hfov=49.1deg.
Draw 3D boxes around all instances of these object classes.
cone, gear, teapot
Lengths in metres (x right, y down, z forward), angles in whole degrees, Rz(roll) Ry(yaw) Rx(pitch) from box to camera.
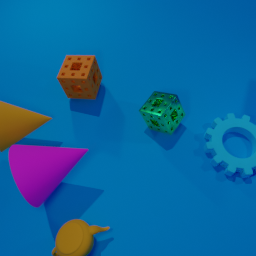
[{"bbox_3d":[-2.881,-0.171,7.853,1.474,1.469,1.469,-9,63,-19],"label":"cone"},{"bbox_3d":[3.293,0.500,8.421,1.954,0.361,1.954,0,63,0],"label":"gear"},{"bbox_3d":[-1.753,0.860,6.956,1.653,1.647,1.647,-23,65,-4],"label":"cone"},{"bbox_3d":[-1.223,2.789,6.966,1.571,0.769,0.977,-30,50,3],"label":"teapot"}]

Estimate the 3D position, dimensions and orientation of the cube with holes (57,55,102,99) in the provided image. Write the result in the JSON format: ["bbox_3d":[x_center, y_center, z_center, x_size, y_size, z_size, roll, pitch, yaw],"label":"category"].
[{"bbox_3d":[-1.508,-1.621,8.975,0.979,0.979,0.979,4,58,14],"label":"cube with holes"}]

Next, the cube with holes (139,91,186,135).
[{"bbox_3d":[1.042,-0.461,8.441,0.865,0.865,0.865,17,60,43],"label":"cube with holes"}]
